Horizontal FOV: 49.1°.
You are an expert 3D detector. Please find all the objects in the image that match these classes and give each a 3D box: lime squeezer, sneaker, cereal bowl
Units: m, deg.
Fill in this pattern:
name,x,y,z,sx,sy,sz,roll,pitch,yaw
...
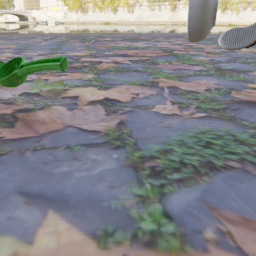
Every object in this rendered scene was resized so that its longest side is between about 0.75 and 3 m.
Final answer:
name,x,y,z,sx,sy,sz,roll,pitch,yaw
lime squeezer,-2.093,-1.088,4.022,2.923,0.551,1.032,25,-11,12
sneaker,3.192,-2.476,7.766,1.609,0.631,0.639,-21,-8,-7
cereal bowl,2.635,-4.051,9.706,0.872,2.094,2.094,7,24,16
